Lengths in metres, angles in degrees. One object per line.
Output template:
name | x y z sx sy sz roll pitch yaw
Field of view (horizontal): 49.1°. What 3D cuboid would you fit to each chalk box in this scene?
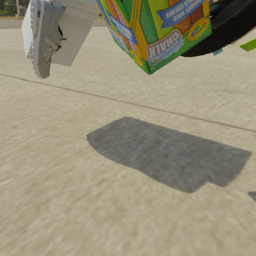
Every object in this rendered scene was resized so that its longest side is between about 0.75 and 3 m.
chalk box | 0.466 -2.248 5.382 1.587 2.543 1.576 -36 52 -2

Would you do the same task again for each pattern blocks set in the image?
pattern blocks set | 2.865 -2.758 7.195 1.921 1.689 0.156 -17 25 28

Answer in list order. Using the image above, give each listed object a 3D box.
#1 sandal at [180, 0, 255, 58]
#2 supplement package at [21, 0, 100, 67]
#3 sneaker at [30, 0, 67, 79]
sandal | 2.208 -2.399 5.923 1.065 0.678 2.833 7 -25 -39
supplement package | -2.066 -3.303 8.370 1.504 2.480 1.485 4 55 -37
sneaker | -2.098 -2.241 7.486 0.935 2.281 0.852 -1 49 -18
